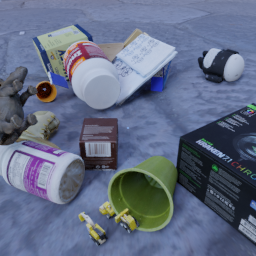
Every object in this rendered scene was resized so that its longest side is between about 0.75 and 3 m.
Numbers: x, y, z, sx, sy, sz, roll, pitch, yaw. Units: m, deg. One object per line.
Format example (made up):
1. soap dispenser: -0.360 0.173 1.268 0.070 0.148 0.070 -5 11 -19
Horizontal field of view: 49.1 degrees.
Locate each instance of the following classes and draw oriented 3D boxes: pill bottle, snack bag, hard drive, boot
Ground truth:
1. pill bottle: -1.320 -1.966 10.254 1.683 1.683 2.980 -11 36 -16
2. snack bag: 0.124 -2.395 10.874 2.904 0.311 2.738 -42 39 1
3. hard drive: -2.463 -1.677 9.939 0.757 0.096 0.499 12 53 -56
4. pill bottle: -2.109 0.923 6.434 2.005 1.125 1.125 14 36 21
5. boot: -2.368 0.197 7.919 2.047 0.745 1.591 13 35 25

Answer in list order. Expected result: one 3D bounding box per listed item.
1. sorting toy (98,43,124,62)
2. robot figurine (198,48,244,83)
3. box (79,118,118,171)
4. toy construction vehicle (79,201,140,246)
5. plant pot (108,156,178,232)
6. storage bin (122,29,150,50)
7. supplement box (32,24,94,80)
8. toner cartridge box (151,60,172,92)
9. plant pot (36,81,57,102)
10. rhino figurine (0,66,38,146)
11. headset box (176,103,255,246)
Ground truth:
1. sorting toy: -1.185 -3.299 13.055 1.641 0.323 1.773 7 53 31
2. robot figurine: 3.954 -2.682 11.926 1.912 1.437 1.193 27 23 35
3. box: -0.730 0.406 7.376 0.940 0.931 1.133 0 33 0
4. toy construction vehicle: -0.419 1.829 5.618 0.889 0.360 1.021 -29 32 -24
5. plant pot: 0.493 1.223 5.987 1.383 1.383 1.313 15 24 22
6. storage bin: 0.440 -3.505 12.692 0.799 1.693 1.705 34 14 -34
7. supplement box: -2.720 -3.280 12.195 2.179 1.464 2.181 -23 38 -13
8. toner cartridge box: 1.426 -2.488 11.679 0.495 1.088 2.291 10 35 12
9. plant pot: -3.072 -1.386 10.404 0.753 0.753 0.690 -13 20 -19
10. rhino figurine: -2.657 -0.633 6.370 1.063 0.727 2.432 -32 48 20
11. headset box: 3.031 0.825 6.344 2.938 1.363 2.558 -21 38 -28
